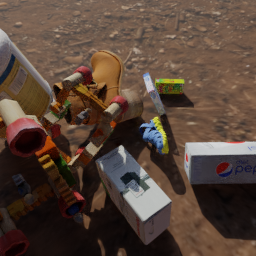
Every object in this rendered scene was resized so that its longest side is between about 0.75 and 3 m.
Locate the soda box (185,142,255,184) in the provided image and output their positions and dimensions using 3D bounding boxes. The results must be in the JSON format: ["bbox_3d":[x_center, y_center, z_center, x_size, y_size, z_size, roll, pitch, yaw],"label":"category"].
[{"bbox_3d":[2.585,0.802,6.638,2.377,0.754,0.811,-1,18,3],"label":"soda box"}]

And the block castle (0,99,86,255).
[{"bbox_3d":[-1.952,1.115,4.930,1.941,2.905,1.363,-33,53,-17],"label":"block castle"}]

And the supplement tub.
[{"bbox_3d":[-3.088,-0.888,6.836,1.983,2.741,1.983,-7,62,13],"label":"supplement tub"}]

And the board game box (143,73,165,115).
[{"bbox_3d":[0.786,-1.024,8.436,0.210,0.968,0.963,-24,39,11],"label":"board game box"}]

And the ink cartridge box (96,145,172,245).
[{"bbox_3d":[0.114,1.397,5.901,0.705,1.244,1.697,-30,54,-19],"label":"ink cartridge box"}]

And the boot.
[{"bbox_3d":[-1.145,-1.247,8.374,2.311,1.141,2.977,-11,60,-31],"label":"boot"}]

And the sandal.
[{"bbox_3d":[0.689,0.248,7.477,0.622,0.567,1.428,-13,29,-2],"label":"sandal"}]

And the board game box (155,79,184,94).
[{"bbox_3d":[1.348,-1.361,9.186,0.914,0.464,0.218,2,48,1],"label":"board game box"}]

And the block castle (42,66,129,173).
[{"bbox_3d":[-1.084,-0.143,6.470,1.472,2.204,1.034,38,33,1],"label":"block castle"}]
